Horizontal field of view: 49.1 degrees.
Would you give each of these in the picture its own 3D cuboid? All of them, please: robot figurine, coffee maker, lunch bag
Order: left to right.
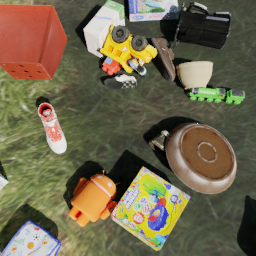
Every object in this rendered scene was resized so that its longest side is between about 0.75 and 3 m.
[{"bbox_3d":[-3.224,4.166,9.288,1.457,1.061,1.714,29,77,13],"label":"lunch bag"},{"bbox_3d":[-1.225,2.481,9.986,2.000,1.439,1.167,-49,118,-20],"label":"robot figurine"},{"bbox_3d":[3.443,-4.485,13.089,2.367,1.594,2.273,12,88,7],"label":"coffee maker"}]

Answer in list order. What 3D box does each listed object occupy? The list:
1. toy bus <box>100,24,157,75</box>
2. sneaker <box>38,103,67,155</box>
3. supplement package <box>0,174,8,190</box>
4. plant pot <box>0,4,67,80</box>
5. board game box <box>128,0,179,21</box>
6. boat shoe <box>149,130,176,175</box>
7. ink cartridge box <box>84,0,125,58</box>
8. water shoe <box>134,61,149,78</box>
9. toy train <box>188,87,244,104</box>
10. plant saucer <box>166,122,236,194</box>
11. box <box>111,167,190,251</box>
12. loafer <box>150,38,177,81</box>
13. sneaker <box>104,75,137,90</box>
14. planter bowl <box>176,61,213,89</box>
[{"bbox_3d":[-0.118,-3.187,12.387,2.184,1.482,2.097,32,97,14],"label":"toy bus"},{"bbox_3d":[-3.034,0.005,11.113,0.698,1.121,2.091,-19,67,-9],"label":"sneaker"},{"bbox_3d":[-5.639,2.028,10.080,1.341,1.331,1.767,38,71,16],"label":"supplement package"},{"bbox_3d":[-4.278,-3.470,12.041,2.631,2.628,2.318,2,78,1],"label":"plant pot"},{"bbox_3d":[1.233,-6.654,14.457,2.475,0.511,2.481,-4,66,-2],"label":"board game box"},{"bbox_3d":[1.854,1.315,10.652,0.818,0.968,2.715,-31,62,-13],"label":"boat shoe"},{"bbox_3d":[-1.044,-4.553,12.954,0.874,1.508,2.083,28,69,13],"label":"ink cartridge box"},{"bbox_3d":[0.543,-2.679,12.742,0.445,0.491,1.245,-34,43,11],"label":"water shoe"},{"bbox_3d":[3.783,-1.430,12.012,2.384,0.672,0.497,6,66,2],"label":"toy train"},{"bbox_3d":[2.881,0.971,10.550,2.975,0.477,2.975,10,58,-16],"label":"plant saucer"},{"bbox_3d":[0.764,2.819,9.794,1.931,1.223,2.005,31,69,14],"label":"box"},{"bbox_3d":[1.753,-3.224,12.699,0.851,0.875,2.397,-16,69,-9],"label":"loafer"},{"bbox_3d":[-0.354,-2.077,12.410,1.423,0.527,0.630,0,44,-10],"label":"sneaker"},{"bbox_3d":[2.870,-2.206,12.051,1.525,1.525,1.026,-3,93,-1],"label":"planter bowl"}]
